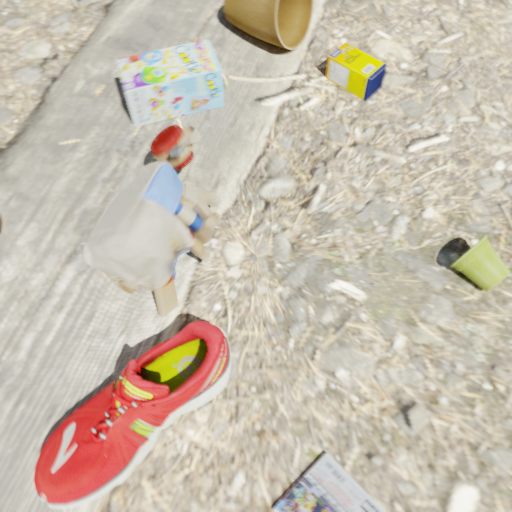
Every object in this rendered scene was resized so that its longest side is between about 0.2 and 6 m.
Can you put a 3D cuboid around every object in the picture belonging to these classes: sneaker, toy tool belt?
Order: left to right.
[{"bbox_3d":[-1.863,2.135,8.270,3.495,1.484,1.346,-40,67,-21],"label":"sneaker"},{"bbox_3d":[-1.556,-0.629,9.967,1.917,1.887,3.070,-7,48,39],"label":"toy tool belt"}]

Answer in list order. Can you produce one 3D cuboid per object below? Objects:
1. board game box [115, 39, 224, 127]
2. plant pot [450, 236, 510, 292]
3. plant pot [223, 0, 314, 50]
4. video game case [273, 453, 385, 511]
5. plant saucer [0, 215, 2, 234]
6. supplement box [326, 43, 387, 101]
[{"bbox_3d":[-1.828,-3.724,12.069,2.035,1.067,1.048,-15,61,-10],"label":"board game box"},{"bbox_3d":[4.026,0.189,9.935,0.821,0.821,0.754,-37,77,-20],"label":"plant pot"},{"bbox_3d":[0.171,-5.826,13.184,1.792,1.670,1.670,19,59,29],"label":"plant pot"},{"bbox_3d":[1.091,3.735,8.097,1.160,0.146,1.273,-39,67,-21],"label":"video game case"},{"bbox_3d":[-5.718,-0.533,10.548,1.728,0.277,1.728,2,56,-3],"label":"plant saucer"},{"bbox_3d":[2.229,-4.135,12.569,1.175,0.640,0.644,37,66,20],"label":"supplement box"}]
